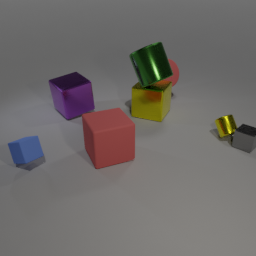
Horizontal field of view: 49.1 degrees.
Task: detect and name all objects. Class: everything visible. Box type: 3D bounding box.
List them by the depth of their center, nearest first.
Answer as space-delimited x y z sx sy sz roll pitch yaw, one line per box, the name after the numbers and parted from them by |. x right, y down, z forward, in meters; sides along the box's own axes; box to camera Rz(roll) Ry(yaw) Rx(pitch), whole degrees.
-3.263 0.693 8.951 0.700 0.700 0.700 -6 12 38 | cube
-0.662 0.303 9.465 1.400 1.400 1.400 -12 31 -20 | cube
4.264 0.365 10.085 0.700 0.700 0.700 24 36 36 | cube
3.718 -0.062 10.559 0.700 0.700 0.700 -15 -14 -4 | cylinder
0.931 -2.516 11.204 1.400 1.400 1.400 -21 8 3 | cylinder
1.049 -1.281 12.348 1.400 1.400 1.400 12 31 20 | cube
-2.468 -1.463 12.354 1.400 1.400 1.400 -24 40 -27 | cube
1.591 -2.649 13.934 1.400 1.400 1.400 -13 10 -23 | cylinder
